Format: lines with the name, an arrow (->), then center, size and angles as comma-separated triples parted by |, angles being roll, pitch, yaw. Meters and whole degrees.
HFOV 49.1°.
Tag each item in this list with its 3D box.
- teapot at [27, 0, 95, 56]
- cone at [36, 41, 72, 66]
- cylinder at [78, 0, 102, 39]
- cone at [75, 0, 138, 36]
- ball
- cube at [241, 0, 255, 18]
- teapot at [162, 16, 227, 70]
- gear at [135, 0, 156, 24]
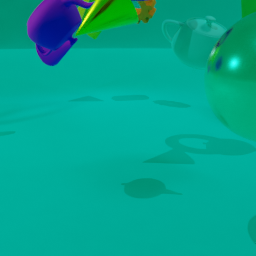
teapot -> -0.780, -1.186, 3.204 | 1.057, 0.518, 0.657 | -34, 19, 41
cone -> -2.460, -3.029, 10.352 | 1.305, 1.300, 1.300 | -1, 14, 31
cylinder -> -1.314, -4.036, 10.194 | 1.135, 1.135, 1.135 | 37, 14, -10
cone -> -0.462, -1.691, 4.265 | 0.891, 0.888, 0.888 | -40, 23, 0
ball -> 1.215, -0.422, 2.356 | 1.111, 1.111, 1.111 | 0, 17, 0
cube -> 3.788, -2.897, 7.132 | 1.215, 1.215, 1.215 | 13, -17, -29
teapot -> 1.415, -1.592, 5.106 | 1.701, 0.833, 1.058 | 20, 44, 7
gear -> 0.102, -3.994, 8.858 | 1.607, 0.297, 1.607 | 26, -13, 7
